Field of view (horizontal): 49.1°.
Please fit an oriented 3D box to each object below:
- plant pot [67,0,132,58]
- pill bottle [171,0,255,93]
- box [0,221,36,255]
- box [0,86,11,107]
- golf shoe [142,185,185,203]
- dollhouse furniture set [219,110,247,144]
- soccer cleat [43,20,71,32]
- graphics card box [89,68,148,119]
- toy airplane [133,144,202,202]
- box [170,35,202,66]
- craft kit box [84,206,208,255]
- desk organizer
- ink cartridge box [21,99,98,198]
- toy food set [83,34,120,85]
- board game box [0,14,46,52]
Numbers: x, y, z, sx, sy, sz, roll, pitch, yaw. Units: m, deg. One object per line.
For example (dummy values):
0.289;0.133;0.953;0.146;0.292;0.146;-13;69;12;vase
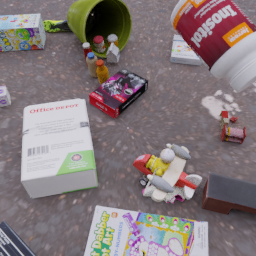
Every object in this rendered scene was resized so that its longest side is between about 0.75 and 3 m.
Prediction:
-1.450;-4.506;12.018;2.359;2.359;2.271;-32;45;-23;plant pot
2.438;-2.293;7.204;1.503;1.503;2.661;-30;76;-23;pill bottle
-2.675;3.551;5.809;2.091;1.288;2.074;34;58;25;box
-5.652;-0.870;9.923;2.748;0.569;0.532;-13;52;-12;box
1.019;1.829;7.790;1.224;0.461;0.560;-6;54;-4;golf shoe
3.476;-0.114;9.330;0.675;0.510;1.253;7;51;6;dollhouse furniture set
-3.290;-4.852;13.332;1.629;0.527;0.681;1;20;7;soccer cleat
-0.318;-1.331;10.337;1.250;0.507;1.993;32;57;24;graphics card box
1.159;1.138;7.612;1.739;1.233;1.747;-11;33;-13;toy airplane
2.555;-3.398;12.143;1.299;0.343;1.666;8;52;7;box
0.359;3.412;6.374;2.877;0.707;2.913;5;50;7;craft kit box
3.098;1.924;7.457;2.107;0.811;0.756;12;52;10;desk organizer
-2.050;0.523;8.404;1.939;1.120;2.665;-9;51;-7;ink cartridge box
-1.071;-3.000;11.076;1.208;1.138;2.530;8;60;10;toy food set
-4.836;-4.160;12.256;2.157;1.111;1.131;-4;51;-3;board game box
